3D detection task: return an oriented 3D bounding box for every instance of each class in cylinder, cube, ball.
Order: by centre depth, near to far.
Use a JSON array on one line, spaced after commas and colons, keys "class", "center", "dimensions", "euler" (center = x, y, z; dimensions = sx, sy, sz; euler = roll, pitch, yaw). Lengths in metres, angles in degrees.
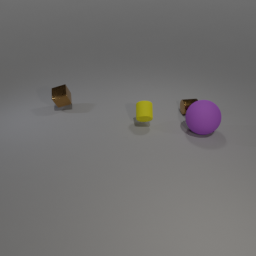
[{"class": "ball", "center": [3.021, -0.429, 11.256], "dimensions": [1.400, 1.400, 1.400], "euler": [0, 30, 0]}, {"class": "cylinder", "center": [0.686, -0.694, 11.752], "dimensions": [0.700, 0.700, 0.700], "euler": [0, 71, 0]}, {"class": "cylinder", "center": [2.834, -0.989, 12.913], "dimensions": [0.700, 0.700, 0.700], "euler": [-5, 31, -8]}, {"class": "cube", "center": [-3.086, -1.483, 13.037], "dimensions": [0.700, 0.700, 0.700], "euler": [-15, 57, 5]}]
